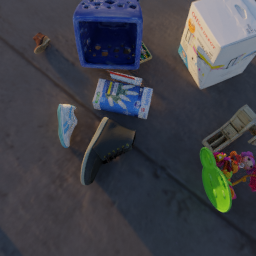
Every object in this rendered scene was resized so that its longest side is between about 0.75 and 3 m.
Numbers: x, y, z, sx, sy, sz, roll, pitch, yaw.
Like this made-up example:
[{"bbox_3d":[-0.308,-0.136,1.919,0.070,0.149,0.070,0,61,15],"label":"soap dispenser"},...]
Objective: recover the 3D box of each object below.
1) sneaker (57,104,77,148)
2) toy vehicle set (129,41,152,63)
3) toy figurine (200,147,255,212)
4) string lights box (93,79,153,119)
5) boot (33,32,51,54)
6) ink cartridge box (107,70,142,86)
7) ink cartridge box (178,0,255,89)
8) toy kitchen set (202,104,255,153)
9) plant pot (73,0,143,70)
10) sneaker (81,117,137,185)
[{"bbox_3d":[-2.344,-0.090,10.962,0.697,0.660,1.725,0,81,-26],"label":"sneaker"},{"bbox_3d":[0.481,-3.430,12.449,0.719,0.153,1.156,-26,72,-9],"label":"toy vehicle set"},{"bbox_3d":[3.887,1.535,9.893,2.099,1.712,2.281,-14,82,-13],"label":"toy figurine"},{"bbox_3d":[-0.198,-1.182,11.364,2.216,0.653,1.139,11,71,4],"label":"string lights box"},{"bbox_3d":[-4.008,-3.805,12.553,0.803,0.349,0.965,36,75,24],"label":"boot"},{"bbox_3d":[-0.185,-1.995,11.214,1.135,1.397,0.399,18,106,19],"label":"ink cartridge box"},{"bbox_3d":[3.584,-3.400,10.929,2.149,2.972,2.188,-22,72,-8],"label":"ink cartridge box"},{"bbox_3d":[3.941,0.391,10.223,1.569,1.739,1.419,-33,73,-11],"label":"toy kitchen set"},{"bbox_3d":[-0.676,-4.092,11.402,2.566,2.566,2.307,3,57,2],"label":"plant pot"},{"bbox_3d":[-0.692,0.965,10.390,1.451,1.022,2.732,18,70,9],"label":"sneaker"}]
